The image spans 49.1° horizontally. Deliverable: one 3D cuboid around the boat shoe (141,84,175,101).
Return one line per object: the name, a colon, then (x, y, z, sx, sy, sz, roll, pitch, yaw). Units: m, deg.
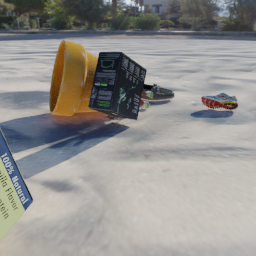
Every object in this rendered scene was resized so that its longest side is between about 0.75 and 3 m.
boat shoe: (0.619, -1.448, 10.597, 2.294, 0.654, 0.767, 4, 26, 13)

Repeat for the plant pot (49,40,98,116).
plant pot: (-1.226, -1.386, 8.777, 2.033, 2.221, 2.221, 8, 17, -24)

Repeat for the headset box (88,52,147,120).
headset box: (-0.252, -1.046, 7.658, 0.759, 1.637, 1.425, 9, -2, 31)

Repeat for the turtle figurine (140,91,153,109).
turtle figurine: (0.324, -0.950, 9.011, 1.116, 0.828, 1.151, 6, -13, -32)

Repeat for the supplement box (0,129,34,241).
supplement box: (-2.538, 0.555, 2.726, 1.553, 2.314, 2.311, -12, 18, 15)

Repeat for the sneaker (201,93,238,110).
sneaker: (3.049, -0.921, 9.373, 1.192, 0.464, 0.490, 9, 58, 6)
